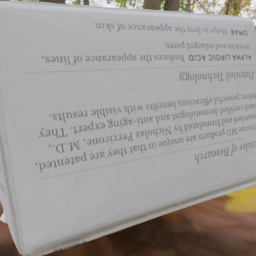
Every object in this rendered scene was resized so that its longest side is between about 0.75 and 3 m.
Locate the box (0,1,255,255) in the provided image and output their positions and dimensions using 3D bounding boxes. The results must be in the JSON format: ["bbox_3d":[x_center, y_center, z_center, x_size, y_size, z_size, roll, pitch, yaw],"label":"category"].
[{"bbox_3d":[-0.152,-0.031,2.056,1.578,1.032,1.570,-8,-1,-27],"label":"box"}]
